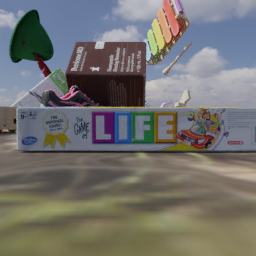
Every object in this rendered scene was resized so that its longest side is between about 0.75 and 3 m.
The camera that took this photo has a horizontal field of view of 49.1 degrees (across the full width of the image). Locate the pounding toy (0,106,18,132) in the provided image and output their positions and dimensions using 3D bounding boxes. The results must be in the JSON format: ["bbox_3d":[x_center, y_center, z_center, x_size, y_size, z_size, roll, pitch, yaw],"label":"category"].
[{"bbox_3d":[-2.958,-0.174,5.883,1.198,0.548,1.053,0,2,10],"label":"pounding toy"}]

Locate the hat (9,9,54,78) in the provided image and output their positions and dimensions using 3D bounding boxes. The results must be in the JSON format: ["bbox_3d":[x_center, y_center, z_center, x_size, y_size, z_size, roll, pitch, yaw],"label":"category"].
[{"bbox_3d":[-2.995,-2.883,10.733,2.206,2.076,2.507,28,-24,-5],"label":"hat"}]

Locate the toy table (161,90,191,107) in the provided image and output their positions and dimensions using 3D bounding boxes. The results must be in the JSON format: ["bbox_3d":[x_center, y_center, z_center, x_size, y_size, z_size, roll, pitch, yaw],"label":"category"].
[{"bbox_3d":[2.509,-0.810,13.025,1.819,1.672,1.065,-6,-12,-39],"label":"toy table"}]

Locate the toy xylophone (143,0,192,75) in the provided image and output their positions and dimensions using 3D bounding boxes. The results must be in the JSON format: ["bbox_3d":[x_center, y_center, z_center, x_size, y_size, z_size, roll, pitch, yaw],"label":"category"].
[{"bbox_3d":[1.265,-3.020,9.445,0.646,1.881,2.569,3,-37,-27],"label":"toy xylophone"}]

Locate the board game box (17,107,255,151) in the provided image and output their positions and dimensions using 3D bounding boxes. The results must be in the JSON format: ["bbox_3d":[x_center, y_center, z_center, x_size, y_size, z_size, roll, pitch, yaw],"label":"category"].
[{"bbox_3d":[0.189,-0.016,3.132,2.285,0.391,1.536,0,2,0],"label":"board game box"}]

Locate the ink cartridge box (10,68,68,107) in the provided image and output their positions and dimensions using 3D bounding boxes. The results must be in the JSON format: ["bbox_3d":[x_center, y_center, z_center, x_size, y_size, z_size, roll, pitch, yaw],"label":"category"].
[{"bbox_3d":[-2.991,-1.070,10.207,2.172,0.913,1.580,-40,7,-6],"label":"ink cartridge box"}]

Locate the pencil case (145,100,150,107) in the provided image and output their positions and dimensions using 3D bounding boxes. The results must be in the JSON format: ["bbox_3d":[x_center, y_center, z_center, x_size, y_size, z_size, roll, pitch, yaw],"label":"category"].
[{"bbox_3d":[0.080,-0.741,12.721,1.357,1.244,2.992,-8,4,-9],"label":"pencil case"}]

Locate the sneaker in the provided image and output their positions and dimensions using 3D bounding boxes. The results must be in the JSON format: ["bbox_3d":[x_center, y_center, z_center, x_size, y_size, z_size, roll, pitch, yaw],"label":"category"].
[{"bbox_3d":[-1.286,-0.578,8.049,2.631,1.255,1.039,1,-1,-37],"label":"sneaker"}]

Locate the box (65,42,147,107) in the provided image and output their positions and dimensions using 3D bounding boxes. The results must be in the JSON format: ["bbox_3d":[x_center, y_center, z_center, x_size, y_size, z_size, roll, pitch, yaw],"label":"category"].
[{"bbox_3d":[-0.590,-1.533,9.329,2.396,1.967,1.988,1,46,2],"label":"box"}]
